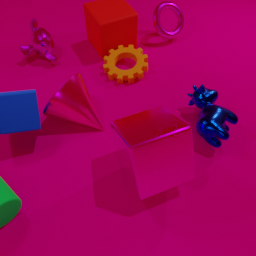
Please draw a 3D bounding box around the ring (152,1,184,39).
[{"bbox_3d":[1.319,-3.488,9.062,1.176,1.176,0.235,-29,15,-20],"label":"ring"}]

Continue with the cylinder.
[{"bbox_3d":[-2.668,1.449,5.521,0.794,0.794,0.794,38,61,23],"label":"cylinder"}]

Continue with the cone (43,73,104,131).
[{"bbox_3d":[-1.132,-0.397,7.063,1.398,1.393,1.393,41,59,-4],"label":"cone"}]

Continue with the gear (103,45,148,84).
[{"bbox_3d":[-0.066,-1.917,8.360,1.322,0.245,1.322,-2,61,3],"label":"gear"}]

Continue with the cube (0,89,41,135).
[{"bbox_3d":[-2.508,-0.399,6.441,0.858,0.858,0.858,-8,13,-16],"label":"cube"}]

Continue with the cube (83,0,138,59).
[{"bbox_3d":[-0.531,-3.169,8.787,1.261,1.261,1.261,-22,57,-16],"label":"cube"}]

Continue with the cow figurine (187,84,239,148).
[{"bbox_3d":[1.946,-0.360,6.867,1.398,0.780,1.420,37,50,8],"label":"cow figurine"}]

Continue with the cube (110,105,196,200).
[{"bbox_3d":[0.499,0.448,5.791,1.255,1.255,1.255,-18,28,-14],"label":"cube"}]

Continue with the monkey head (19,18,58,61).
[{"bbox_3d":[-2.714,-2.524,8.437,0.962,1.337,0.806,-36,16,-33],"label":"monkey head"}]
